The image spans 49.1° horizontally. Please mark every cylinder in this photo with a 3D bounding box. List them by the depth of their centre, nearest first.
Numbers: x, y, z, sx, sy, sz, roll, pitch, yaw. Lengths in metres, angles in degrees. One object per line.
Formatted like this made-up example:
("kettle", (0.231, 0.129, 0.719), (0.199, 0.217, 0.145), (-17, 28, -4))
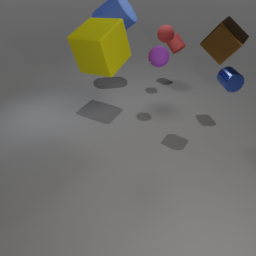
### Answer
("cylinder", (3.607, -1.715, 9.871), (0.700, 0.700, 0.700), (-5, 36, -8))
("cylinder", (-0.570, -4.719, 11.928), (1.400, 1.400, 1.400), (-29, 23, 26))
("cylinder", (2.274, -4.014, 13.341), (0.700, 0.700, 0.700), (-31, -1, -1))

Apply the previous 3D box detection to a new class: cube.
("cube", (2.263, -2.049, 6.567), (0.700, 0.700, 0.700), (46, 46, 0))
("cube", (-0.930, -2.764, 9.535), (1.400, 1.400, 1.400), (14, 52, 29))

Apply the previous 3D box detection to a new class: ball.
("ball", (1.024, -2.375, 9.315), (0.700, 0.700, 0.700), (0, 33, 0))
("ball", (1.562, -3.878, 11.539), (0.700, 0.700, 0.700), (0, 33, 0))
